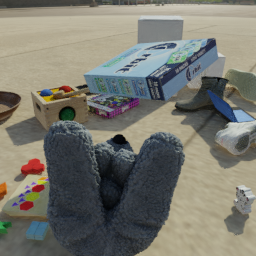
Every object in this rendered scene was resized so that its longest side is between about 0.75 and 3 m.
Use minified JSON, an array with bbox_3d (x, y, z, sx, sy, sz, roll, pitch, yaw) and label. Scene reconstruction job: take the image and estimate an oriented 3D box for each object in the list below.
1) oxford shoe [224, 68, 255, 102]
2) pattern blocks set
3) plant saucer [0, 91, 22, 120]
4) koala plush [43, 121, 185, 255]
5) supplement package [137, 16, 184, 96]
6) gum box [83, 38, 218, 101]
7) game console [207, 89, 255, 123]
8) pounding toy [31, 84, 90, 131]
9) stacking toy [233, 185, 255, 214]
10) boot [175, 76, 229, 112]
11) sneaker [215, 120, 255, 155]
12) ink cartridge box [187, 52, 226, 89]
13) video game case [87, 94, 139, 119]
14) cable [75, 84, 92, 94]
[{"bbox_3d":[4.765,-1.728,11.112,0.758,0.987,2.624,17,22,-18],"label":"oxford shoe"},{"bbox_3d":[-1.815,1.345,5.670,1.879,0.173,2.138,8,27,15],"label":"pattern blocks set"},{"bbox_3d":[-4.799,-0.662,9.408,2.417,0.442,2.417,0,27,0],"label":"plant saucer"},{"bbox_3d":[-0.312,0.947,5.023,2.102,2.179,2.371,7,6,-3],"label":"koala plush"},{"bbox_3d":[1.216,-2.889,11.133,1.678,2.861,1.673,3,27,6],"label":"supplement package"},{"bbox_3d":[0.450,-1.308,6.030,2.231,0.497,1.896,12,40,45],"label":"gum box"},{"bbox_3d":[3.362,-0.643,8.855,1.300,0.901,1.523,-6,28,-9],"label":"game console"},{"bbox_3d":[-1.988,-0.822,8.820,1.610,1.243,1.749,-16,31,-28],"label":"pounding toy"},{"bbox_3d":[3.107,1.597,4.824,1.596,0.498,2.117,-8,28,-15],"label":"stacking toy"},{"bbox_3d":[2.520,-1.232,9.696,1.823,1.191,0.617,-4,27,-8],"label":"boot"},{"bbox_3d":[3.179,0.056,7.672,1.927,0.751,0.958,-14,26,-28],"label":"sneaker"},{"bbox_3d":[3.234,-2.618,12.250,1.366,1.402,2.181,-1,27,-3],"label":"ink cartridge box"},{"bbox_3d":[-0.652,-0.883,10.010,1.481,0.293,1.634,20,33,35],"label":"video game case"},{"bbox_3d":[-1.799,-1.653,11.569,1.112,0.282,0.907,1,26,3],"label":"cable"}]
